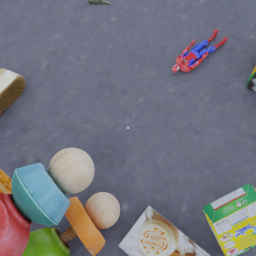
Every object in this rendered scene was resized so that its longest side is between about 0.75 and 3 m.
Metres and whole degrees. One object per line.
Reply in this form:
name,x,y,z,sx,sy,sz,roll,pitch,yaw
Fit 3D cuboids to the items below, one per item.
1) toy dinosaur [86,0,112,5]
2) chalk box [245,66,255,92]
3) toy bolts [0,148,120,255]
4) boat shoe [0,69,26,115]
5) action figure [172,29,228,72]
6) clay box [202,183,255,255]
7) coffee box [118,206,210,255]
toy dinosaur,-0.859,-3.904,8.485,0.772,0.183,0.340,5,84,1
chalk box,4.250,-1.839,6.283,1.748,2.800,1.736,31,72,11
toy bolts,-1.484,1.197,5.215,1.931,2.784,2.660,-36,68,-14
boat shoe,-3.606,-0.596,6.923,0.794,0.847,2.296,32,63,14
action figure,1.896,-2.063,7.665,1.809,0.468,0.592,-39,76,-11
clay box,2.175,1.917,5.527,1.017,1.770,0.421,-28,40,2
coffee box,0.815,2.579,5.721,1.790,0.714,1.024,38,74,14
